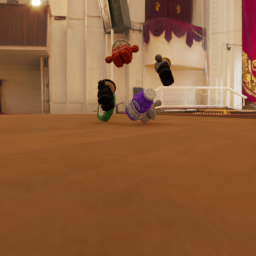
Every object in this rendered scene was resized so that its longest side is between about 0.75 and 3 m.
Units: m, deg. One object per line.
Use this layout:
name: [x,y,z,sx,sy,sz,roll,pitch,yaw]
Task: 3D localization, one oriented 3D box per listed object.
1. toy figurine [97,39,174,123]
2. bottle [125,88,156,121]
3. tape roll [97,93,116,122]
toy figurine: [0.257,-1.869,11.300,2.812,2.857,1.987,16,27,-11]
bottle: [0.437,-0.808,9.446,0.544,0.696,1.666,-30,-6,-27]
tape roll: [-1.050,-1.050,13.458,0.355,1.476,1.476,13,-2,-25]
